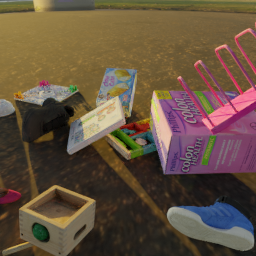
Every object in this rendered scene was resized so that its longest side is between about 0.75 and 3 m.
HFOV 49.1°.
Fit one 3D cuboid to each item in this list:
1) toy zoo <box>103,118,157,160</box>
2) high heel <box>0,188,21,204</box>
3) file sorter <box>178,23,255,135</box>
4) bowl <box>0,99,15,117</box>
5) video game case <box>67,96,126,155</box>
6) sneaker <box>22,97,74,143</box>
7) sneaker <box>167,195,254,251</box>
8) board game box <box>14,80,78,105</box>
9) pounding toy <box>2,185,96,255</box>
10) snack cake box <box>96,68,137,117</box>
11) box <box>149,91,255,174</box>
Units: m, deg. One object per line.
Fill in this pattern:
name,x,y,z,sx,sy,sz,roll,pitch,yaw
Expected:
toy zoo,0.639,0.249,9.991,2.607,0.267,1.710,-17,33,-29
high heel,-3.412,1.598,7.193,1.273,0.612,0.429,0,29,0
file sorter,2.349,-1.159,6.050,2.266,1.421,1.575,-34,3,12
bowl,-5.404,-0.913,11.901,1.063,0.478,1.063,0,28,0
video game case,-1.125,-0.158,9.733,2.135,0.253,1.944,-29,28,9
sneaker,-2.897,-0.330,10.357,1.257,1.052,2.769,13,33,9
sneaker,1.876,1.971,6.377,1.857,0.713,1.033,13,37,14
board game box,-3.943,-1.751,13.610,2.235,0.289,2.235,12,31,22
pounding toy,-1.682,2.135,6.051,1.353,1.045,1.470,14,21,23
snack cake box,-0.444,-1.597,12.189,1.413,0.826,2.457,5,44,5
box,2.393,0.028,8.806,2.985,1.443,2.626,-1,34,-6
